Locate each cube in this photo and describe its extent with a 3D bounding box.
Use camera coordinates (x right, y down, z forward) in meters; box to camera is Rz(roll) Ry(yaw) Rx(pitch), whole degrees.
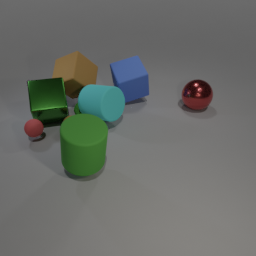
[{"bbox_3d":[-3.262,-1.077,11.549,1.400,1.400,1.400,-9,69,-13],"label":"cube"},{"bbox_3d":[-2.371,-2.326,12.536,1.400,1.400,1.400,-10,64,33],"label":"cube"},{"bbox_3d":[0.085,-2.258,13.091,1.400,1.400,1.400,-18,55,-7],"label":"cube"}]

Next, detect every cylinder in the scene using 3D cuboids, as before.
[{"bbox_3d":[-1.360,0.516,8.627,1.400,1.400,1.400,5,42,-5],"label":"cylinder"},{"bbox_3d":[-1.084,-1.042,11.497,1.400,1.400,1.400,12,32,39],"label":"cylinder"}]

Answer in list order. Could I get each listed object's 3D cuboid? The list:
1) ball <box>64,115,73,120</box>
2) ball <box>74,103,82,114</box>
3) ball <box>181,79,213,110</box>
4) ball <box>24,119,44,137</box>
[{"bbox_3d":[-2.253,-0.155,11.212,0.700,0.700,0.700,0,32,0],"label":"ball"},{"bbox_3d":[-2.000,-0.796,12.194,0.700,0.700,0.700,0,32,0],"label":"ball"},{"bbox_3d":[3.142,-1.504,12.733,1.400,1.400,1.400,0,32,0],"label":"ball"},{"bbox_3d":[-3.563,0.007,10.601,0.700,0.700,0.700,0,32,0],"label":"ball"}]
